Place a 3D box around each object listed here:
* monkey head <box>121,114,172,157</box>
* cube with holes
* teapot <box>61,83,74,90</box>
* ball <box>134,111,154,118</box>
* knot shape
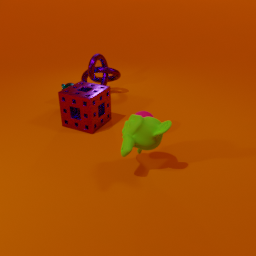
[{"bbox_3d":[0.322,0.261,6.413,0.918,1.523,1.096,24,55,-13],"label":"monkey head"},{"bbox_3d":[-1.310,-0.675,8.771,1.146,1.146,1.146,14,31,24],"label":"cube with holes"},{"bbox_3d":[-1.990,-1.245,10.186,0.586,1.196,0.744,13,70,43],"label":"teapot"},{"bbox_3d":[0.441,-0.134,8.156,0.723,0.723,0.723,0,28,0],"label":"ball"},{"bbox_3d":[-1.007,-2.099,11.104,1.487,1.589,0.734,1,38,-27],"label":"knot shape"}]
